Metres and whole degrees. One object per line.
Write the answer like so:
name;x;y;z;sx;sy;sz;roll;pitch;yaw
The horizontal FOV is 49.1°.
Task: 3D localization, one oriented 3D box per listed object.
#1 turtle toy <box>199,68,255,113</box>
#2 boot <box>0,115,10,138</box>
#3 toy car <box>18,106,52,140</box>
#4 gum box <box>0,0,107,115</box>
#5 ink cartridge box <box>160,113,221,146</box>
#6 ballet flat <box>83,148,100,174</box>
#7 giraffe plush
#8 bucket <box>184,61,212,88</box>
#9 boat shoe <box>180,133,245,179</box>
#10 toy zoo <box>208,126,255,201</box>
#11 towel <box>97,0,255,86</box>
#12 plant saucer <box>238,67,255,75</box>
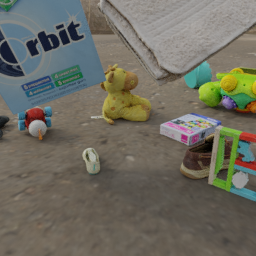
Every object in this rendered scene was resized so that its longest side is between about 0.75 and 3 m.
turtle toy;4.151;-1.390;10.696;2.882;1.456;2.100;13;26;28
boot;-4.169;-0.047;8.958;1.011;0.403;1.226;5;19;8
toy car;-2.778;-0.013;8.551;0.988;0.948;1.072;-7;51;-24
gum box;-2.012;-1.916;6.048;2.390;2.813;0.627;-21;38;-5
ink cartridge box;2.099;-0.046;8.923;1.950;0.409;1.164;-17;28;-38
ballet flat;-0.921;0.723;7.055;0.408;0.408;1.174;-7;24;-16
giraffe plush;-0.263;-1.318;10.049;2.251;1.825;1.942;-10;25;-22
bucket;3.458;-2.663;13.983;0.886;1.362;1.362;-18;27;-15
boat shoe;2.235;0.533;6.956;2.250;0.810;0.812;-14;26;-29
toy zoo;2.663;0.852;5.478;2.098;1.376;0.215;17;28;36
towel;0.978;-1.916;4.351;2.609;1.729;0.450;-36;-7;-17
plant saucer;5.220;-1.605;11.609;1.814;0.435;1.817;15;68;31
